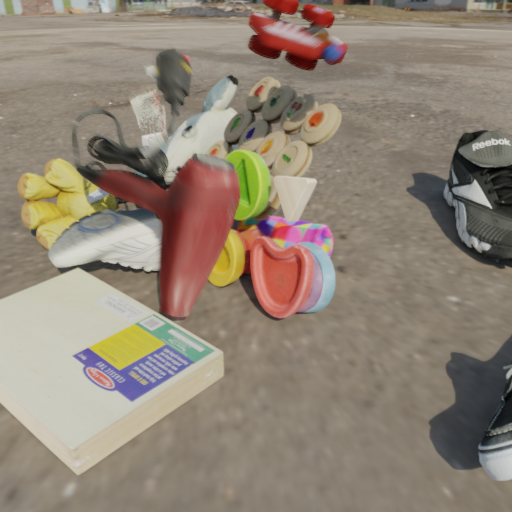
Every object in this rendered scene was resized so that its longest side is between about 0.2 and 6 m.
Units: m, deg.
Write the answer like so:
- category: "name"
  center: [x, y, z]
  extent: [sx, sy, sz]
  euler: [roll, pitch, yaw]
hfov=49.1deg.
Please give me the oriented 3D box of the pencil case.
- category: "pencil case"
  center: [0.434, -0.328, 9.019]
  extent: [1.623, 0.717, 0.717]
  euler: [17, 32, 32]

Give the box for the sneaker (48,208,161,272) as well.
- category: "sneaker"
  center: [-1.792, -0.193, 8.384]
  extent: [2.503, 1.090, 0.933]
  euler: [-16, 30, -10]

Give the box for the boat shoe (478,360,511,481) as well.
- category: "boat shoe"
  center: [2.833, 1.314, 5.499]
  extent: [2.552, 0.905, 0.920]
  euler: [-15, -14, -42]

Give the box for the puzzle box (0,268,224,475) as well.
- category: "puzzle box"
  center: [-2.130, 1.128, 6.669]
  extent: [3.021, 0.384, 2.010]
  euler: [23, 35, 37]

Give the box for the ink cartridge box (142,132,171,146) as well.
- category: "ink cartridge box"
  center: [-2.459, -2.888, 14.414]
  extent: [0.623, 0.363, 0.856]
  euler: [-22, 33, -36]

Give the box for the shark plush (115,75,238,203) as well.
- category: "shark plush"
  center: [-1.585, -2.070, 12.601]
  extent: [1.901, 2.074, 4.564]
  euler: [-3, 41, 41]

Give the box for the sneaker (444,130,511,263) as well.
- category: "sneaker"
  center: [4.073, -1.234, 9.724]
  extent: [1.241, 1.689, 3.734]
  euler: [-3, 27, 7]

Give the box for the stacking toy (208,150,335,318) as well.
- category: "stacking toy"
  center: [0.297, -0.341, 7.850]
  extent: [0.964, 2.067, 2.283]
  euler: [-6, 24, -39]

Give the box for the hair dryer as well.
- category: "hair dryer"
  center: [-1.215, -0.772, 7.302]
  extent: [2.405, 3.158, 0.858]
  euler: [-22, -11, 40]

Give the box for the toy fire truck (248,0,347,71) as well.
- category: "toy fire truck"
  center: [0.584, -2.820, 7.330]
  extent: [1.383, 0.776, 1.161]
  euler: [8, 35, -24]

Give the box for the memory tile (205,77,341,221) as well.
- category: "memory tile"
  center: [0.093, -1.857, 9.201]
  extent: [0.233, 2.130, 2.779]
  euler: [33, 9, -36]

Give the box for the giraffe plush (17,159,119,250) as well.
- category: "giraffe plush"
  center: [-3.067, -0.948, 9.872]
  extent: [1.727, 1.490, 1.400]
  euler: [-8, 6, 7]
